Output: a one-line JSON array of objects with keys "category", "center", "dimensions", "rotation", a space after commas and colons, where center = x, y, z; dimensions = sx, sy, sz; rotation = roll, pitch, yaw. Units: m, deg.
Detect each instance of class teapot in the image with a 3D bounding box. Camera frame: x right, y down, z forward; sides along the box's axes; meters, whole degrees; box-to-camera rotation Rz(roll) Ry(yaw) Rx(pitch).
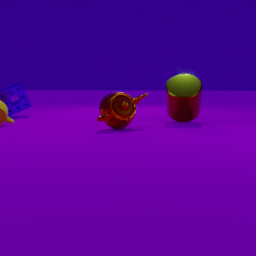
[{"category": "teapot", "center": [-4.232, -0.447, 8.718], "dimensions": [1.435, 0.892, 0.703], "rotation": [28, 10, -44]}, {"category": "teapot", "center": [-0.191, -0.586, 8.224], "dimensions": [1.813, 1.128, 0.888], "rotation": [-30, 1, -31]}]

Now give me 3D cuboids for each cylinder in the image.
[{"category": "cylinder", "center": [1.913, -1.020, 9.639], "dimensions": [1.200, 1.200, 1.200], "rotation": [-5, 49, 6]}]

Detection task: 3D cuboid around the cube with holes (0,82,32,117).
[{"category": "cube with holes", "center": [-4.692, -1.210, 11.560], "dimensions": [1.013, 1.013, 1.013], "rotation": [-26, 21, -15]}]
